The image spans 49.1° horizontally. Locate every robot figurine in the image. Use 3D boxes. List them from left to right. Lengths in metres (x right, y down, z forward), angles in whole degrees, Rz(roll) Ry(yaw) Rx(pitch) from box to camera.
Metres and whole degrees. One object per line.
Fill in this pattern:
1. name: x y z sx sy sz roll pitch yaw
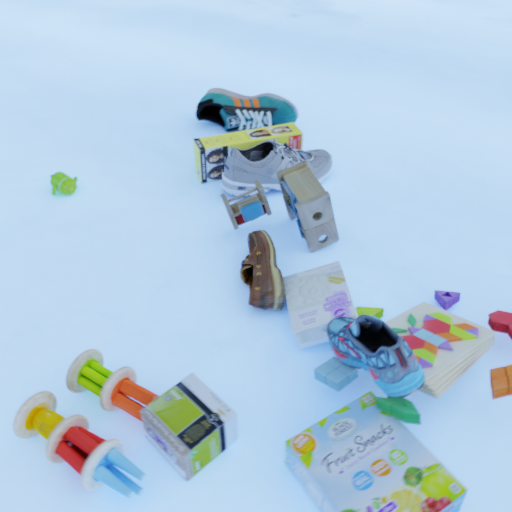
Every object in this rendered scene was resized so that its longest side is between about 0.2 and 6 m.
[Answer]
1. robot figurine: -4.254 -1.592 12.362 0.718 0.415 0.630 31 48 32

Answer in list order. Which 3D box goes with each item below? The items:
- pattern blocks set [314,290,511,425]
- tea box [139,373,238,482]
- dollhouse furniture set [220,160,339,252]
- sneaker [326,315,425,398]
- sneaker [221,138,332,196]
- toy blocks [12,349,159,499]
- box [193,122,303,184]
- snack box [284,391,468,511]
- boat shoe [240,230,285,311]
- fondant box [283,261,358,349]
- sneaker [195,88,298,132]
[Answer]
1. pattern blocks set: 2.557 1.308 8.374 2.870 0.265 3.265 14 31 36
2. tea box: -0.888 2.259 7.477 0.927 0.630 0.943 -31 48 -32
3. dollhouse furniture set: 0.464 -0.722 10.808 1.783 1.250 1.257 -23 43 -2
4. sneaker: 1.534 1.089 7.577 0.749 0.902 1.889 -30 24 -16
5. sneaker: 0.560 -2.053 12.309 2.715 1.113 1.014 -15 41 -25
6. toy blocks: -1.962 2.227 7.463 1.943 0.706 1.619 23 45 25
7. box: -0.182 -2.387 12.950 2.486 0.936 0.623 -12 42 -16
8. snack box: 1.415 2.727 6.945 1.461 0.586 1.732 -23 43 -25
9. boat shoe: 0.026 0.193 9.937 0.643 0.686 1.905 -2 41 -10
10. fondant box: 1.050 0.773 9.185 1.036 0.418 1.437 -17 36 7
11. sneaker: -0.299 -3.618 14.523 2.700 0.964 1.079 13 50 18
